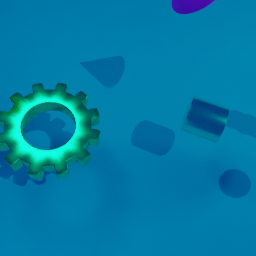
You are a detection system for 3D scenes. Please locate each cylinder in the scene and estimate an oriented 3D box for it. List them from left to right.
[{"bbox_3d":[1.597,-0.191,5.856,0.788,0.788,0.788,20,77,8],"label":"cylinder"}]

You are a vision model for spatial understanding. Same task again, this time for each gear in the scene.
[{"bbox_3d":[-1.562,0.022,5.606,2.000,0.370,2.000,3,64,-6],"label":"gear"}]

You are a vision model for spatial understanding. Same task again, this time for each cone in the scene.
[{"bbox_3d":[0.950,-2.668,4.585,1.066,1.070,1.066,-21,51,28],"label":"cone"}]
